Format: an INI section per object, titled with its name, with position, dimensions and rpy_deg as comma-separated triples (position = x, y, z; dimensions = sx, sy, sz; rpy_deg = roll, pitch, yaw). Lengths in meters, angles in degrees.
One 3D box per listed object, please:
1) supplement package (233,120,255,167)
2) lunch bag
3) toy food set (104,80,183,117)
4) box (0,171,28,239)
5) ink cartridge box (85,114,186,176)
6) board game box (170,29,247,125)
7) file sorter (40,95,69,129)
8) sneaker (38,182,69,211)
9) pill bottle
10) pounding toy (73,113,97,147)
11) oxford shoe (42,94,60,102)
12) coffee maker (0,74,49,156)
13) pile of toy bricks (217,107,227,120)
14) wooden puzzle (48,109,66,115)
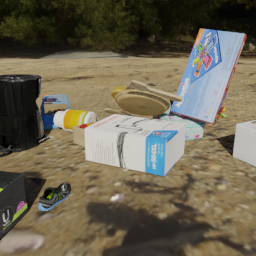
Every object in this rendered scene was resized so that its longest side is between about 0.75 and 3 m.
[supplement package]
position = 3.997, 0.347, 7.802
dimensions = 1.846, 1.011, 1.050
rpy_deg = -10, 20, -28
[lunch bag]
position = 1.771, -0.259, 9.878
dimensions = 1.491, 0.717, 1.860
rpy_deg = -6, 29, -16
[toy food set]
position = 0.417, -0.928, 8.828
dimensions = 1.901, 0.553, 2.754
rpy_deg = 15, -18, -17
[box]
position = -2.699, 1.331, 5.010
dimensions = 1.377, 0.856, 1.023
rpy_deg = 3, 18, 12
[ink cartridge box]
position = 0.215, 0.367, 7.778
dimensions = 2.357, 0.994, 1.721
rpy_deg = 9, 20, 25
[board game box]
position = 2.525, -1.677, 8.927
dimensions = 1.498, 2.909, 0.283
rpy_deg = 20, 0, 30
[file sorter]
position = -2.848, -0.679, 11.081
dimensions = 1.116, 0.987, 1.608
rpy_deg = -3, 18, -12
[sneaker]
position = -1.497, 1.348, 5.749
dimensions = 0.314, 0.367, 0.887
rpy_deg = 9, 20, 21
[pill bottle]
position = -1.881, -0.244, 9.986
dimensions = 1.447, 0.804, 0.804
rpy_deg = 7, 19, 23
[pounding toy]
position = -1.144, 0.065, 9.086
dimensions = 1.004, 0.775, 1.091
rpy_deg = 16, 24, 39
[oxford shoe]
position = -4.081, -1.493, 14.838
dimensions = 1.030, 0.366, 0.373
rpy_deg = 11, 50, 21
[coffee maker]
position = -3.391, -0.489, 8.505
dimensions = 1.469, 2.181, 2.095
rpy_deg = -1, 17, 1
[pile of toy bricks]
position = 3.891, -0.590, 11.749
dimensions = 0.541, 0.607, 1.095
rpy_deg = 29, 3, 1
[wooden puzzle]
position = -3.007, -0.708, 12.627
dimensions = 1.272, 0.089, 0.754
rpy_deg = 5, 18, 14
